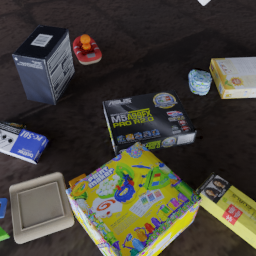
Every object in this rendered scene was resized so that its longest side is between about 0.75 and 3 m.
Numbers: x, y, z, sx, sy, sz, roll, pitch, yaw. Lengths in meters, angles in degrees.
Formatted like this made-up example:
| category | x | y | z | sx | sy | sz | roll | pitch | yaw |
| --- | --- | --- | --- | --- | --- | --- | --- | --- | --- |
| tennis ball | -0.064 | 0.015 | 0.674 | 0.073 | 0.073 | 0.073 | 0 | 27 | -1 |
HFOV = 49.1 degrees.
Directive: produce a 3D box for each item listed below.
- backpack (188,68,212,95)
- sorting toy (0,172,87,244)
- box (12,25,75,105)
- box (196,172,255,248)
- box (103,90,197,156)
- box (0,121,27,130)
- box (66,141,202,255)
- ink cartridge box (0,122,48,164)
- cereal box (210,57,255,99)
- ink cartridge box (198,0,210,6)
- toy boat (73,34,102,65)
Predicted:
| category | x | y | z | sx | sy | sz | roll | pitch | yaw |
| --- | --- | --- | --- | --- | --- | --- | --- | --- | --- |
| backpack | 2.727 | -1.744 | 10.595 | 0.902 | 0.850 | 1.106 | 16 | 63 | 0 |
| sorting toy | -2.271 | 2.072 | 7.406 | 2.810 | 0.383 | 1.582 | -15 | 54 | -13 |
| box | -2.937 | -2.282 | 10.174 | 1.242 | 2.000 | 2.016 | 11 | 49 | 10 |
| box | 2.846 | 2.167 | 7.170 | 0.839 | 0.559 | 2.230 | -35 | 57 | -27 |
| box | 0.634 | -0.222 | 9.290 | 2.614 | 0.579 | 2.094 | -10 | 49 | -9 |
| box | -3.965 | 0.112 | 9.262 | 0.981 | 0.185 | 0.670 | 5 | 48 | 5 |
| box | 0.120 | 1.923 | 6.828 | 2.280 | 1.391 | 2.196 | -32 | 55 | -24 |
| ink cartridge box | -3.463 | 0.424 | 8.662 | 1.773 | 0.392 | 0.834 | 17 | 66 | 11 |
| cereal box | 4.770 | -2.001 | 10.905 | 2.721 | 0.538 | 1.958 | -1 | 48 | -1 |
| ink cartridge box | 2.472 | -4.720 | 9.289 | 0.715 | 0.416 | 0.987 | -41 | 84 | 6 |
| toy boat | -1.774 | -3.501 | 11.918 | 1.027 | 1.029 | 1.574 | -17 | 50 | -15 |
